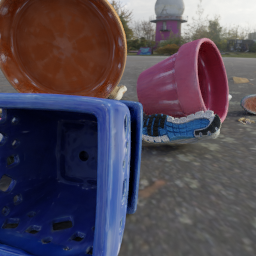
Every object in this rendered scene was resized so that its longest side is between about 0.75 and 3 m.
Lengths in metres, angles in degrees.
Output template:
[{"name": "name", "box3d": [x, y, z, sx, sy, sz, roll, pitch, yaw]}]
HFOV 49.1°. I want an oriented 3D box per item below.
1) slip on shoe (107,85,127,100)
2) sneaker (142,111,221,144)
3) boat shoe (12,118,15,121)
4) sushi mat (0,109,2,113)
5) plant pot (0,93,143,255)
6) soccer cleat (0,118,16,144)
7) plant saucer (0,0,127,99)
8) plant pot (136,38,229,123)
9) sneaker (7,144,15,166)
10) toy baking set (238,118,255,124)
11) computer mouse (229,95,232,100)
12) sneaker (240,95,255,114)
[{"name": "slip on shoe", "box3d": [-0.684, -1.803, 13.890, 0.919, 0.733, 2.419, -37, 13, 21]}, {"name": "sneaker", "box3d": [1.469, 0.150, 8.160, 2.447, 0.917, 1.060, -1, -24, 24]}, {"name": "boat shoe", "box3d": [-3.687, -0.416, 9.882, 0.766, 0.850, 2.405, -14, 21, -32]}, {"name": "sushi mat", "box3d": [-6.217, -0.701, 10.300, 1.407, 0.178, 2.942, -1, -1, 21]}, {"name": "plant pot", "box3d": [-1.011, 0.590, 4.535, 2.393, 2.392, 2.151, 6, 11, 18]}, {"name": "soccer cleat", "box3d": [-3.639, 0.137, 8.409, 2.025, 0.707, 0.874, 3, 19, 8]}, {"name": "plant saucer", "box3d": [-1.452, -1.724, 6.097, 2.878, 2.878, 0.465, 1, 29, 5]}, {"name": "plant pot", "box3d": [1.913, -1.479, 10.365, 2.674, 2.988, 2.988, -6, 11, 37]}, {"name": "sneaker", "box3d": [-2.721, 0.797, 6.524, 1.718, 0.657, 0.984, 8, 21, 32]}, {"name": "toy baking set", "box3d": [4.497, -0.273, 10.675, 0.707, 0.082, 0.543, -13, 22, -35]}, {"name": "computer mouse", "box3d": [3.035, -1.090, 12.404, 2.951, 0.647, 1.618, -1, 12, 16]}, {"name": "sneaker", "box3d": [5.755, -1.050, 12.002, 2.422, 0.864, 0.968, 0, 12, -15]}]
